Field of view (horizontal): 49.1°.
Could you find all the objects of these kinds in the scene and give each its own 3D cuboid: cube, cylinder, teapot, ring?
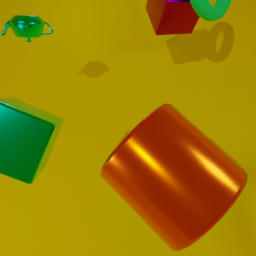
[{"bbox_3d":[1.041,-2.778,6.296,0.936,0.936,0.936,-8,64,-15],"label":"cube"},{"bbox_3d":[0.438,0.467,2.845,1.045,1.045,1.045,44,73,11],"label":"cylinder"},{"bbox_3d":[-2.039,-1.985,5.601,1.063,0.521,0.661,-2,23,-12],"label":"teapot"},{"bbox_3d":[-1.283,0.117,3.338,0.732,0.732,0.732,23,94,-7],"label":"cube"},{"bbox_3d":[1.708,-3.015,5.735,0.315,1.574,1.574,9,60,45],"label":"ring"}]
